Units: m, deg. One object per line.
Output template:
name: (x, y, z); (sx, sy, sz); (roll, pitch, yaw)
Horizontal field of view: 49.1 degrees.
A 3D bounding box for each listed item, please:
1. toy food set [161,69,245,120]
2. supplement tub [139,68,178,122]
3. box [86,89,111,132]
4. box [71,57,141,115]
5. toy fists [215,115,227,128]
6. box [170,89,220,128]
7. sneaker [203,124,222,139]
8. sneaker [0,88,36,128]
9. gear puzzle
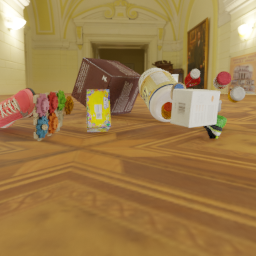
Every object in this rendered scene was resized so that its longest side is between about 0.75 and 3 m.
toy food set: (2.053, -0.992, 7.784); (2.403, 1.147, 1.081); (-10, -7, 6)
supplement tub: (1.235, -1.292, 10.396); (1.429, 1.429, 1.980); (-2, 34, -15)
box: (-0.842, -0.451, 7.732); (0.616, 1.010, 0.973); (-2, -8, -10)
box: (-0.880, -1.859, 12.639); (1.912, 1.931, 2.328); (38, 28, 29)
toy fists: (2.605, -0.168, 8.457); (0.608, 0.410, 1.193); (16, 16, 27)
box: (1.614, -0.498, 6.691); (1.093, 0.833, 0.581); (-5, 14, -40)
sneaker: (2.082, 0.080, 7.098); (0.316, 0.365, 0.881); (13, 9, -5)
sneaker: (-3.418, -0.456, 8.015); (2.041, 0.752, 0.885); (-28, -2, 29)
gear puzzle: (-1.866, -0.422, 7.522); (0.295, 1.168, 2.255); (6, 13, 9)
